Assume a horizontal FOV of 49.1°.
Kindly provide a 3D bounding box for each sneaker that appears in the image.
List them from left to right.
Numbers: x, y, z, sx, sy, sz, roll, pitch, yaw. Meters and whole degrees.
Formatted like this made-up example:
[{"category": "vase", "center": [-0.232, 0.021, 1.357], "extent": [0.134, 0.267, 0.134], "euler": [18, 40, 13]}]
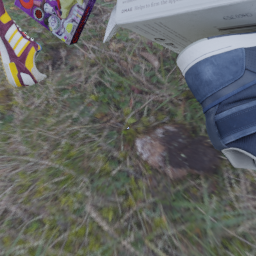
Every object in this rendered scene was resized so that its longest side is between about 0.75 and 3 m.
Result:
[{"category": "sneaker", "center": [-1.987, -1.576, 5.084], "extent": [0.730, 1.619, 0.607], "euler": [-15, 13, -11]}, {"category": "sneaker", "center": [2.219, -0.446, 3.828], "extent": [2.669, 1.015, 1.928], "euler": [-16, 72, -7]}]

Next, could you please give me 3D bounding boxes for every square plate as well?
[{"category": "square plate", "center": [-0.115, -2.591, 6.114], "extent": [0.172, 1.211, 1.199], "euler": [24, 54, -22]}]

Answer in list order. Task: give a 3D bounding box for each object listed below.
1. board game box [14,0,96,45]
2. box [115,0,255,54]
[{"category": "board game box", "center": [-1.297, -3.453, 5.957], "extent": [1.706, 2.843, 0.459], "euler": [39, 33, 7]}, {"category": "box", "center": [1.703, -2.470, 5.051], "extent": [2.738, 2.724, 1.790], "euler": [8, 91, 41]}]
